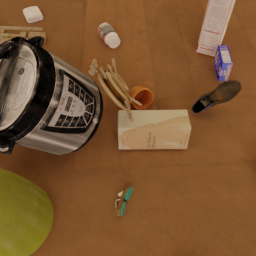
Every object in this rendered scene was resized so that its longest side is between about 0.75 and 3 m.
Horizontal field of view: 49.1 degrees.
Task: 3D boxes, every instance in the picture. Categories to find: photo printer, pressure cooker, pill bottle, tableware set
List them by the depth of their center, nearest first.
[{"bbox_3d":[-2.386,-0.692,7.180,2.582,2.890,2.542,-40,56,17],"label":"pressure cooker"},{"bbox_3d":[-0.276,-1.268,7.872,0.529,1.743,2.637,-38,18,10],"label":"tableware set"},{"bbox_3d":[-0.747,-3.669,11.128,0.581,0.581,1.019,-22,58,-15],"label":"pill bottle"},{"bbox_3d":[-4.170,-4.993,12.246,0.715,0.299,0.860,-21,58,-14],"label":"photo printer"}]

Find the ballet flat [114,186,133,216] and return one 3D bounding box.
[{"bbox_3d":[-0.153,1.898,7.386,0.314,0.294,0.868,6,56,27],"label":"ballet flat"}]

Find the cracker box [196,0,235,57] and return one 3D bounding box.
[{"bbox_3d":[3.383,-4.377,10.184,0.844,2.927,1.961,19,57,13],"label":"cracker box"}]

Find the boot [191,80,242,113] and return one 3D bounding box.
[{"bbox_3d":[2.664,-0.879,8.551,0.805,1.661,0.620,-37,93,-32],"label":"boot"}]

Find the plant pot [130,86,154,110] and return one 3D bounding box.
[{"bbox_3d":[0.389,-1.050,9.220,0.753,0.753,0.527,-22,42,-15],"label":"plant pot"}]

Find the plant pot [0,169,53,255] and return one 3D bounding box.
[{"bbox_3d":[-2.925,1.762,6.249,2.018,2.157,2.018,0,57,1],"label":"plant pot"}]

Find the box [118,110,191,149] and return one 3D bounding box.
[{"bbox_3d":[0.723,0.048,8.195,2.029,0.963,0.789,-2,45,0],"label":"box"}]

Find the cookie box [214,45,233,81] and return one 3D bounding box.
[{"bbox_3d":[3.387,-2.316,10.009,0.370,0.843,0.985,-1,55,4],"label":"cookie box"}]

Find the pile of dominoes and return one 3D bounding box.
[{"bbox_3d":[-4.186,-3.553,11.040,1.786,0.284,1.392,-1,45,-10],"label":"pile of dominoes"}]

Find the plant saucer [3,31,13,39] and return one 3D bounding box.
[{"bbox_3d":[-5.788,-3.553,10.578,1.974,0.473,1.971,34,34,1],"label":"plant saucer"}]
